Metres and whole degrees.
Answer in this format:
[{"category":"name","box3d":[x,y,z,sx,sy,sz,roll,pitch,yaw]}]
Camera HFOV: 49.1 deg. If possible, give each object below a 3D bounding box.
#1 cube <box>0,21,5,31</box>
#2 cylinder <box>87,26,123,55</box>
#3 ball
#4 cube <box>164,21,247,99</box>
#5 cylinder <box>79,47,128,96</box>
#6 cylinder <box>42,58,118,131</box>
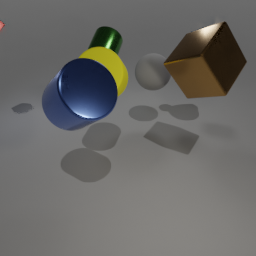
[{"category":"cube","box3d":[-4.695,-3.455,9.390,0.700,0.700,0.700,-54,39,-4]},{"category":"cylinder","box3d":[-1.098,-3.804,13.276,1.400,1.400,1.400,10,63,15]},{"category":"ball","box3d":[0.963,-2.148,10.778,1.400,1.400,1.400,0,32,0]},{"category":"cube","box3d":[2.153,-1.819,7.822,1.400,1.400,1.400,3,51,55]},{"category":"cylinder","box3d":[-0.749,-1.571,8.372,1.400,1.400,1.400,3,4,5]},{"category":"cylinder","box3d":[-1.161,-0.729,6.576,1.400,1.400,1.400,-22,2,-32]}]
